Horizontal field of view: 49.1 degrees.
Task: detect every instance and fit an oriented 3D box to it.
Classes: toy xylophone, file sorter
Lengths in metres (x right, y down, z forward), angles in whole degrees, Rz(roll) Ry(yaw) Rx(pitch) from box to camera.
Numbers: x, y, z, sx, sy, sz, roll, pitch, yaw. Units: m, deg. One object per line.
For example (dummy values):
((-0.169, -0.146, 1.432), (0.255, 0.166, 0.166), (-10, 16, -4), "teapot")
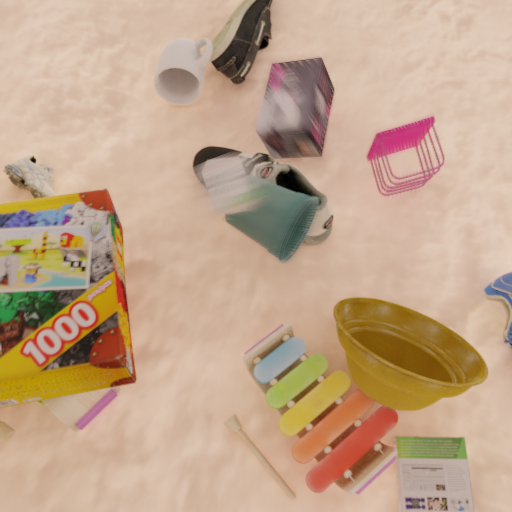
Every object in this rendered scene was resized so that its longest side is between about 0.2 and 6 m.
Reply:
((0.851, 2.804, 9.663), (3.041, 0.764, 2.227), (41, 72, 16), "toy xylophone")
((2.900, -1.856, 10.914), (1.094, 1.574, 0.987), (-16, 84, 3), "file sorter")
((-4.020, 1.911, 10.041), (2.194, 0.753, 2.997), (-35, 70, -17), "toy xylophone")

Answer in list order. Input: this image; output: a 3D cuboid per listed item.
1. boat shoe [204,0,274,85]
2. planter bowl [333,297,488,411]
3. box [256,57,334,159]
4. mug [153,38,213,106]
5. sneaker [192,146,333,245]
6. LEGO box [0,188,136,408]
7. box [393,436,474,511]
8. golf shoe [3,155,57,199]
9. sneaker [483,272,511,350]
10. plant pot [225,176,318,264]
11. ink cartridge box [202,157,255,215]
((-0.132, -5.413, 13.322), (1.091, 1.159, 3.228), (38, 58, -23), "boat shoe")
((2.426, 1.843, 9.601), (2.694, 2.694, 1.122), (21, 109, 9), "planter bowl")
((0.810, -3.019, 11.480), (1.171, 1.017, 1.772), (2, 65, 25), "box")
((-1.543, -4.292, 12.517), (1.465, 1.082, 1.285), (-23, 49, 33), "mug")
((0.140, -1.562, 11.257), (3.294, 1.458, 1.220), (28, 70, 13), "sneaker")
((-4.232, 0.818, 9.242), (4.097, 1.581, 3.051), (-10, 65, -6), "LEGO box")
((2.993, 3.918, 9.437), (1.214, 0.306, 1.682), (1, 67, 1), "box")
((-4.467, -1.561, 11.707), (1.648, 0.645, 0.801), (38, 66, 14), "golf shoe")
((5.176, 1.591, 10.182), (1.125, 1.106, 2.921), (-22, 65, 10), "sneaker")
((0.232, -0.738, 10.033), (1.291, 1.318, 1.318), (29, 69, 17), "plant pot")
((-0.435, -1.081, 8.626), (0.577, 0.332, 0.790), (-10, 70, -26), "ink cartridge box")
